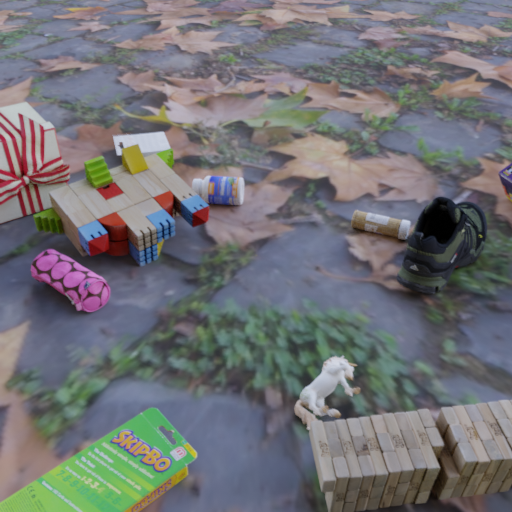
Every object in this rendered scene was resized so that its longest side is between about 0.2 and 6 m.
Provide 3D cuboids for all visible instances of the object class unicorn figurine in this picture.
[{"bbox_3d":[0.987,1.692,7.378,1.267,0.468,0.870,-28,15,-18],"label":"unicorn figurine"}]

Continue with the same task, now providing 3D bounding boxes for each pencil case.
[{"bbox_3d":[-3.060,0.398,9.096,1.408,0.639,0.660,24,52,31],"label":"pencil case"}]

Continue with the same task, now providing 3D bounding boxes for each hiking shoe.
[{"bbox_3d":[3.363,-0.456,9.592,1.002,1.332,2.646,24,43,28],"label":"hiking shoe"}]

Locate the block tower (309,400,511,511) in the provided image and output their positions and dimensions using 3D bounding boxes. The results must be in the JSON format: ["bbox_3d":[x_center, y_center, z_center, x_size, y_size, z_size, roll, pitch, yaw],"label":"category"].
[{"bbox_3d":[2.044,2.290,6.448,2.831,0.818,0.765,-3,37,-7],"label":"block tower"}]

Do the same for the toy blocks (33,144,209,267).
[{"bbox_3d":[-2.233,-0.719,10.142,2.898,1.448,1.981,-27,56,-29],"label":"toy blocks"}]

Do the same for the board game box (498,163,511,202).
[{"bbox_3d":[6.539,-1.328,10.127,2.610,0.895,3.157,-36,40,5],"label":"board game box"}]

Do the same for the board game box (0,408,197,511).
[{"bbox_3d":[-1.759,2.624,6.408,2.073,0.311,0.990,-30,47,-30],"label":"board game box"}]

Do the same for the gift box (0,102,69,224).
[{"bbox_3d":[-4.919,-1.904,10.987,1.905,2.064,1.927,-28,46,-24],"label":"gift box"}]

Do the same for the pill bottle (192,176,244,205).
[{"bbox_3d":[-0.774,-1.336,11.400,1.007,0.564,0.564,3,37,5],"label":"pill bottle"}]

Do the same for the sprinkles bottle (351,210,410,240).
[{"bbox_3d":[2.350,-0.590,10.583,1.055,0.360,0.360,15,40,19],"label":"sprinkles bottle"}]

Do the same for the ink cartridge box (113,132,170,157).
[{"bbox_3d":[-2.693,-2.553,13.230,1.226,0.307,0.987,-11,39,-13],"label":"ink cartridge box"}]
